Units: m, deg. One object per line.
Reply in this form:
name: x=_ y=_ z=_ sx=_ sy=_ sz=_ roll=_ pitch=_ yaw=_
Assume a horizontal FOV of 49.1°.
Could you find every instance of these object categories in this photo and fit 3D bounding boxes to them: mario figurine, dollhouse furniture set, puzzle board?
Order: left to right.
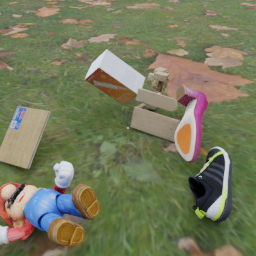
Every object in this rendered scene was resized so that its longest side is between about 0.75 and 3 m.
puzzle board: x=-2.734 y=0.213 z=7.340 sx=1.175 sy=0.136 sz=1.560 roll=9 pitch=74 yaw=27
mario figurine: x=-1.750 y=1.370 z=5.066 sx=2.417 sy=1.281 sz=1.492 roll=-7 pitch=4 yaw=40
dollhouse furniture set: x=1.202 y=-0.817 z=8.718 sx=1.423 sy=1.660 sz=1.746 roll=20 pitch=25 yaw=18

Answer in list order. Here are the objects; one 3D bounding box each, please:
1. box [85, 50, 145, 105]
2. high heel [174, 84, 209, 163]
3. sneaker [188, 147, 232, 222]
box: x=-0.393 y=-1.528 z=8.674 sx=1.523 sy=0.947 sz=0.742 roll=32 pitch=60 yaw=-23
high heel: x=1.880 y=-0.056 z=7.602 sx=1.169 sy=0.821 sz=2.438 roll=23 pitch=45 yaw=-26
sneaker: x=1.807 y=1.105 z=6.294 sx=0.853 sy=0.738 sz=2.059 roll=18 pitch=40 yaw=-1
